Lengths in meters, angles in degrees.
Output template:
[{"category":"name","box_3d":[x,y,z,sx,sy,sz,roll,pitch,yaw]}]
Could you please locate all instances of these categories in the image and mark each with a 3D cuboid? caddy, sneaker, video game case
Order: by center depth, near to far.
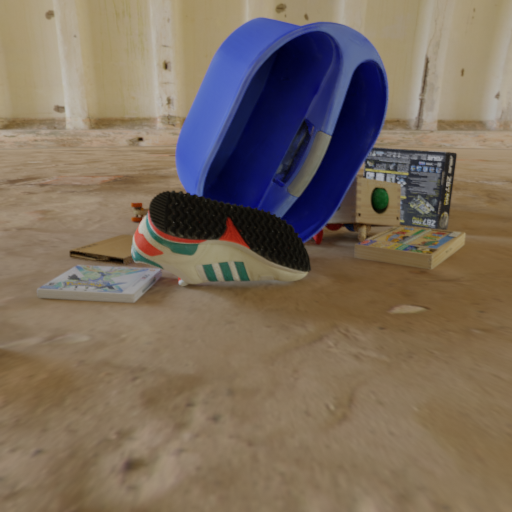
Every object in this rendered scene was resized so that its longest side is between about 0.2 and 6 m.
[{"category":"video game case","box_3d":[-2.615,0.454,9.583,1.636,0.180,1.491,2,15,8]},{"category":"sneaker","box_3d":[-0.613,-0.067,9.634,3.194,1.125,1.493,14,-39,-31]},{"category":"caddy","box_3d":[0.522,-2.187,10.805,3.306,4.676,2.454,13,25,-35]}]

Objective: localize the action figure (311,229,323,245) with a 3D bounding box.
[{"category":"action figure","box_3d":[1.201,-1.053,13.657,0.767,1.163,2.350,2,12,-1]}]

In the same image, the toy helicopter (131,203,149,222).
[{"category":"toy helicopter","box_3d":[-2.848,-1.224,15.542,0.856,0.511,1.294,2,6,17]}]

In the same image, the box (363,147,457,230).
[{"category":"box","box_3d":[3.902,-1.802,14.671,0.600,1.970,2.444,-6,14,-43]}]

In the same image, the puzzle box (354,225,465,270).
[{"category":"puzzle box","box_3d":[3.343,-0.241,12.014,1.628,0.311,2.447,9,17,33]}]

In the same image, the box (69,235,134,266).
[{"category":"box","box_3d":[-2.829,-0.154,11.935,1.414,0.184,1.730,7,16,24]}]

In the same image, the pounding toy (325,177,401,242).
[{"category":"pounding toy","box_3d":[2.276,-0.994,12.752,1.821,1.406,1.978,1,1,-38]}]
